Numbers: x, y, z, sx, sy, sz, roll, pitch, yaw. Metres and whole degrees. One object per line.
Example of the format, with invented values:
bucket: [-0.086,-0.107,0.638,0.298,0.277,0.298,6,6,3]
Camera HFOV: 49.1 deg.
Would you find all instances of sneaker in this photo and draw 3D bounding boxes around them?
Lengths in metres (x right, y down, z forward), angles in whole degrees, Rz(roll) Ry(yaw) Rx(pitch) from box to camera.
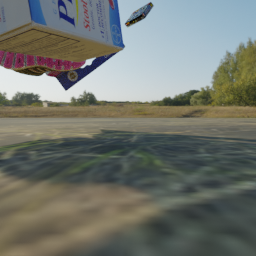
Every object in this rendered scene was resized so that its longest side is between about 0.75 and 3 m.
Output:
sneaker: [-2.431,-2.009,8.194,2.430,0.896,1.063,-4,2,-4]

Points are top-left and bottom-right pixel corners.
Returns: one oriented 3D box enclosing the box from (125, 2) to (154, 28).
box: [0.361,-3.744,9.283,0.190,0.653,0.953,44,-26,-27]

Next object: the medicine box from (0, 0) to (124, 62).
medicine box: [-1.185,-2.257,4.442,1.154,2.042,2.242,-6,4,28]

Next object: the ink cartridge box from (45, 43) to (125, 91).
ink cartridge box: [-2.001,-3.053,9.237,2.781,2.833,0.613,-33,10,18]
